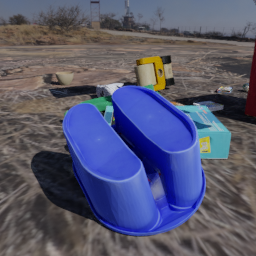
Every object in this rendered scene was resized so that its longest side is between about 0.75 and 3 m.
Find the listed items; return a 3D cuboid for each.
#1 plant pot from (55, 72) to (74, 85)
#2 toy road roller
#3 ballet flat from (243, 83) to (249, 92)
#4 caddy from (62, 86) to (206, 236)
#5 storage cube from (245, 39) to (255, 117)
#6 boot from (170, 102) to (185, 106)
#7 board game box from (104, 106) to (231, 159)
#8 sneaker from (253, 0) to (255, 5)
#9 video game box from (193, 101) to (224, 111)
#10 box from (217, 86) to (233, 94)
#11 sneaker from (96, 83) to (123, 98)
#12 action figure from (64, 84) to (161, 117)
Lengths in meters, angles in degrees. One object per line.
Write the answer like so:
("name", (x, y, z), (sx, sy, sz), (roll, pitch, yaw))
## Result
("plant pot", (-3.124, -2.433, 13.872), (0.872, 0.585, 0.872), (0, 19, 0))
("toy road roller", (0.928, -2.402, 12.746), (1.698, 1.429, 2.326), (-1, 13, 45))
("ballet flat", (5.399, -1.693, 12.189), (0.417, 0.417, 1.125), (-12, 20, -30))
("caddy", (0.049, 0.469, 4.666), (1.898, 1.410, 2.685), (-24, 38, -14))
("storage cube", (5.370, -1.456, 8.279), (2.860, 2.571, 2.445), (-11, 23, -26))
("boot", (1.188, -0.627, 9.113), (0.986, 0.470, 1.275), (15, 13, 33))
("board game box", (0.783, 0.031, 6.951), (2.786, 0.654, 2.103), (0, 20, 0))
("sneaker", (2.649, -2.260, 4.829), (0.999, 1.327, 2.838), (-24, 53, 24))
("video game box", (2.815, -0.761, 9.857), (0.778, 0.182, 0.709), (-10, 20, -26))
("box", (4.316, -1.696, 12.478), (0.542, 0.149, 0.793), (10, 22, 26))
("sneaker", (-0.549, -1.401, 10.901), (1.004, 0.656, 1.746), (-11, 19, -21))
("action figure", (-0.483, -0.624, 8.580), (2.954, 0.808, 1.745), (-11, 23, -9))
